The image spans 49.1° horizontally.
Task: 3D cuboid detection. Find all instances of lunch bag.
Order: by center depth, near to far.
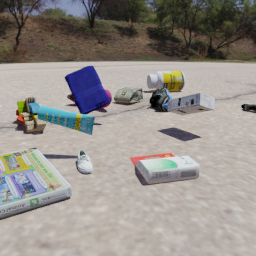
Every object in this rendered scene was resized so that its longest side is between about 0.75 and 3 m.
[{"bbox_3d":[0.008,-1.870,16.151,1.160,0.831,1.414,9,25,34],"label":"lunch bag"}]

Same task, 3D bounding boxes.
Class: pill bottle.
[{"bbox_3d":[2.649,-3.293,19.731,2.480,1.389,1.389,-5,18,-14],"label":"pill bottle"}]

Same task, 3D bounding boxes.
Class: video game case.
[{"bbox_3d":[-3.157,1.287,6.772,2.690,0.326,2.955,-11,19,-31],"label":"video game case"}]

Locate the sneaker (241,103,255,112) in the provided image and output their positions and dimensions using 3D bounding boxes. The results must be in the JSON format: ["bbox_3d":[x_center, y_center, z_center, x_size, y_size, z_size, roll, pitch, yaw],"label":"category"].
[{"bbox_3d":[6.179,-1.018,14.158,0.533,0.391,1.177,-8,15,-16],"label":"sneaker"}]

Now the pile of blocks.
[{"bbox_3d":[-4.200,-0.648,11.572,0.896,1.184,2.884,-10,20,-29],"label":"pile of blocks"}]

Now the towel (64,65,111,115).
[{"bbox_3d":[-1.713,-1.591,11.827,1.373,1.860,0.461,-24,-5,-8],"label":"towel"}]

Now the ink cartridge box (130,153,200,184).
[{"bbox_3d":[0.944,0.924,7.815,1.419,0.442,1.764,-4,19,-15],"label":"ink cartridge box"}]

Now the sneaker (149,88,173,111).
[{"bbox_3d":[1.649,-1.599,15.042,1.086,0.930,2.622,4,19,-8],"label":"sneaker"}]

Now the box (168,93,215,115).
[{"bbox_3d":[2.345,-0.866,10.498,0.905,0.466,1.551,11,-12,-36],"label":"box"}]

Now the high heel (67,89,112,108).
[{"bbox_3d":[-2.034,-1.606,14.725,1.420,0.997,2.961,0,9,-34],"label":"high heel"}]

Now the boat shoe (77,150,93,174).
[{"bbox_3d":[-1.257,0.928,7.869,0.389,0.353,1.057,-8,19,-23],"label":"boat shoe"}]

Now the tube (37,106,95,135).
[{"bbox_3d":[-1.826,-0.258,8.357,1.664,0.644,0.419,14,34,0],"label":"tube"}]
